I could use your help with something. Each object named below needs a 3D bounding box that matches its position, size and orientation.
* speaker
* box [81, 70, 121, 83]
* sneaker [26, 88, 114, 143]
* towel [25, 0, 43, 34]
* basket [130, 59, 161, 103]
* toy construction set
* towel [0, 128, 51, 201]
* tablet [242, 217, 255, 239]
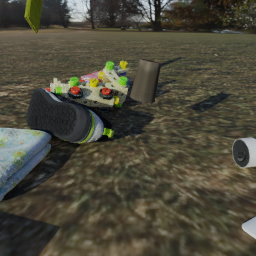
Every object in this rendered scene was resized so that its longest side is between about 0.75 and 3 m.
[{"bbox_3d":[2.797,0.428,5.459,1.409,0.572,0.572,-5,23,-11],"label":"speaker"},{"bbox_3d":[-0.930,-1.560,10.009,0.750,0.783,1.571,11,24,25],"label":"box"},{"bbox_3d":[-1.470,-0.184,6.845,1.218,1.054,2.940,14,8,-44],"label":"sneaker"},{"bbox_3d":[-2.931,-4.099,8.991,0.175,1.939,0.834,0,-18,8],"label":"towel"},{"bbox_3d":[0.383,-0.994,5.833,0.545,0.801,0.723,13,19,5],"label":"basket"},{"bbox_3d":[-1.181,-1.250,8.596,2.792,1.286,1.831,-11,48,-6],"label":"toy construction set"},{"bbox_3d":[-2.663,0.550,5.234,1.806,0.508,2.110,4,23,11],"label":"towel"},{"bbox_3d":[2.469,1.342,3.833,1.584,0.108,1.031,-13,26,-30],"label":"tablet"}]
